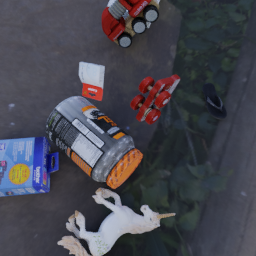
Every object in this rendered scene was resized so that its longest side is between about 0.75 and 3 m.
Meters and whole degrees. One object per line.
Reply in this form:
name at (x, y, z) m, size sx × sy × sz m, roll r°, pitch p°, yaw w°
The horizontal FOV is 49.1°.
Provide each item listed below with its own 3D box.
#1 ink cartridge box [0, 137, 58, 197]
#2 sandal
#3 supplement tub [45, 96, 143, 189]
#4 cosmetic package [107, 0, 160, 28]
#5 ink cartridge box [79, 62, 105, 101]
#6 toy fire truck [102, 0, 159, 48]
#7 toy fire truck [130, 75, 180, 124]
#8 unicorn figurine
ink cartridge box at (-3.422, 1.233, 9.000) m, size 2.446 × 0.934 × 1.669 m, roll -4°, pitch 66°, yaw -4°
sandal at (3.153, -1.015, 10.320) m, size 0.595 × 0.335 × 1.566 m, roll -16°, pitch 67°, yaw -7°
supplement tub at (-1.050, 0.453, 8.874) m, size 2.887 × 1.769 × 1.769 m, roll 39°, pitch 71°, yaw 15°
cosmetic package at (0.416, -5.732, 12.221) m, size 1.900 × 0.651 × 2.520 m, roll 18°, pitch 68°, yaw 6°
ink cartridge box at (-1.150, -1.432, 8.617) m, size 0.860 × 0.254 × 1.075 m, roll 18°, pitch 110°, yaw 33°
toy fire truck at (-0.340, -4.376, 10.221) m, size 2.164 × 2.458 × 1.582 m, roll -37°, pitch 38°, yaw 30°
toy fire truck at (0.862, -0.854, 8.278) m, size 0.850 × 1.516 × 1.273 m, roll 44°, pitch 39°, yaw 21°
unicorn figurine at (-0.421, 2.781, 8.317) m, size 2.974 × 1.098 × 2.043 m, roll -45°, pitch 82°, yaw -3°
